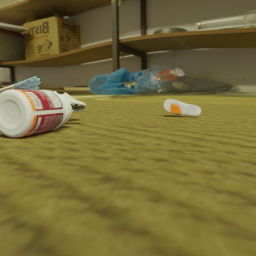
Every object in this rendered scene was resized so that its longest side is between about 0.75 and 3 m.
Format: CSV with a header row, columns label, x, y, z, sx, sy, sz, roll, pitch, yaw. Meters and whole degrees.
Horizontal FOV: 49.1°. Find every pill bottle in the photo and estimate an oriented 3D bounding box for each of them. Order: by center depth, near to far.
label,x,y,z,sx,sy,sz,roll,pitch,yaw
pill bottle,-2.520,-0.454,7.803,1.200,1.200,2.124,3,7,21

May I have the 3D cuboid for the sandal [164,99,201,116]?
label,x,y,z,sx,sy,sz,roll,pitch,yaw
sandal,2.343,-0.779,12.200,1.616,0.619,0.463,16,-13,16

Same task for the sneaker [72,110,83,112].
label,x,y,z,sx,sy,sz,roll,pitch,yaw
sneaker,-2.309,-0.593,10.392,0.533,0.869,1.335,27,3,28

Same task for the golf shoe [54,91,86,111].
label,x,y,z,sx,sy,sz,roll,pitch,yaw
golf shoe,-1.958,-0.937,9.344,1.205,0.586,0.472,10,-31,-34

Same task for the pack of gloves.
label,x,y,z,sx,sy,sz,roll,pitch,yaw
pack of gloves,-3.229,-0.892,8.163,0.297,1.265,1.506,42,49,20
